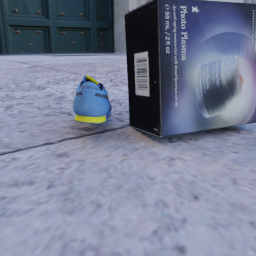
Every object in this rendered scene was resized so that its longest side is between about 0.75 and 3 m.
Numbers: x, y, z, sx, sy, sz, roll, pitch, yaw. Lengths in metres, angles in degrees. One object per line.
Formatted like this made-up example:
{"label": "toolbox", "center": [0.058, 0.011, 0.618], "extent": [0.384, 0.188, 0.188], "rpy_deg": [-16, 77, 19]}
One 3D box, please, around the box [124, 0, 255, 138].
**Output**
{"label": "box", "center": [1.599, -1.473, 6.909], "extent": [2.861, 2.884, 1.778], "rpy_deg": [-8, 13, -23]}

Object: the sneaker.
{"label": "sneaker", "center": [-0.841, -0.807, 7.183], "extent": [0.877, 1.044, 2.662], "rpy_deg": [3, 10, -3]}
